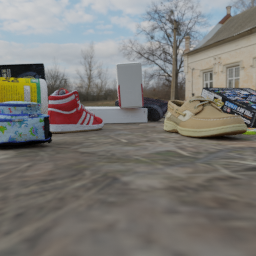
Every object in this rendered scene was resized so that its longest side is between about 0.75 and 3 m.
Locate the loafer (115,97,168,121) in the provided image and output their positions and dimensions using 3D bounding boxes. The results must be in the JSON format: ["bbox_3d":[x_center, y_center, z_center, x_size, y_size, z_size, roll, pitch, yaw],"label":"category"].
[{"bbox_3d":[0.650,-0.969,13.022,2.967,1.066,0.934,14,44,46],"label":"loafer"}]

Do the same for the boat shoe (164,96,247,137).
[{"bbox_3d":[1.551,-0.294,6.365,0.981,0.888,2.753,-2,5,-20],"label":"boat shoe"}]

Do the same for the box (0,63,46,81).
[{"bbox_3d":[-3.967,-1.298,10.630,1.753,2.141,0.922,-5,6,-14],"label":"box"}]

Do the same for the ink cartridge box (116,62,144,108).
[{"bbox_3d":[0.023,-1.810,11.404,0.953,1.689,2.301,-5,13,-2],"label":"ink cartridge box"}]

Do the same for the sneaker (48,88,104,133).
[{"bbox_3d":[-1.300,-0.467,7.314,0.692,1.092,1.942,3,5,32],"label":"sneaker"}]

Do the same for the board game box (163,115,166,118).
[{"bbox_3d":[2.505,-0.613,15.539,1.145,0.161,0.774,3,5,32],"label":"board game box"}]

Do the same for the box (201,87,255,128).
[{"bbox_3d":[4.268,-0.787,9.766,2.520,0.626,2.501,-4,28,-27],"label":"box"}]

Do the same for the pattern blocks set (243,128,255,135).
[{"bbox_3d":[3.096,0.077,6.781,1.190,0.096,1.046,4,6,41],"label":"pattern blocks set"}]

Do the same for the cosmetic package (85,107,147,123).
[{"bbox_3d":[-0.715,-0.550,11.436,2.462,0.636,1.856,-2,4,-25],"label":"cosmetic package"}]

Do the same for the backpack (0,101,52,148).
[{"bbox_3d":[-1.829,-0.061,4.494,0.981,0.721,0.897,-7,4,-32],"label":"backpack"}]

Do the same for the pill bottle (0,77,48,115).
[{"bbox_3d":[-4.140,-0.858,9.143,2.829,1.595,1.595,-1,5,-21],"label":"pill bottle"}]
